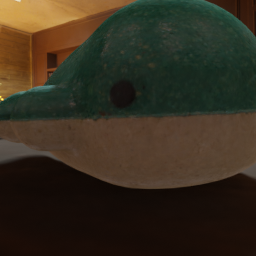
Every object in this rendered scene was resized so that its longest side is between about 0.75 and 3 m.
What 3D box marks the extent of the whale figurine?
[{"bbox_3d":[-0.138,-0.324,2.561,2.648,1.374,2.106,2,5,33],"label":"whale figurine"}]
